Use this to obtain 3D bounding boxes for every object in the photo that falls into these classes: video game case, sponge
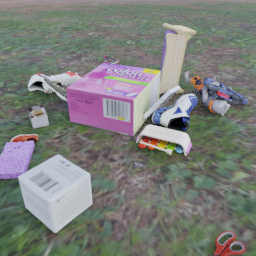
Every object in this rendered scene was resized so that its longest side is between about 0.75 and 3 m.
[{"bbox_3d":[1.247,-0.969,10.278,0.171,1.355,1.487,48,26,5],"label":"video game case"},{"bbox_3d":[-3.394,0.926,8.402,0.861,0.230,1.544,-3,31,-5],"label":"sponge"}]

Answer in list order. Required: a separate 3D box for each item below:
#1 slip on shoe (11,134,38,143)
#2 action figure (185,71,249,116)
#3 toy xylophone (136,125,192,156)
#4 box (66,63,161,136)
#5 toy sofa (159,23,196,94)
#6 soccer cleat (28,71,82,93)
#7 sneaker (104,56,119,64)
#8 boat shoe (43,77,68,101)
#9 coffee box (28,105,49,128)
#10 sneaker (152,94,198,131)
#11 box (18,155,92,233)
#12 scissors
[{"bbox_3d":[-3.392,0.399,9.210,0.874,0.324,0.267,-8,36,-22],"label":"slip on shoe"},{"bbox_3d":[3.604,-1.325,11.602,2.537,1.327,2.454,21,31,-23],"label":"action figure"},{"bbox_3d":[1.071,0.432,8.985,1.829,0.459,1.339,19,36,27],"label":"toy xylophone"},{"bbox_3d":[-0.416,-1.258,10.801,2.596,1.427,2.952,13,33,20],"label":"box"},{"bbox_3d":[1.793,-2.945,12.175,1.411,2.892,1.198,-8,33,-22],"label":"toy sofa"},{"bbox_3d":[-3.280,-1.987,12.654,2.546,0.874,1.085,4,43,10],"label":"soccer cleat"},{"bbox_3d":[-0.964,-3.930,16.172,0.976,0.365,0.394,10,33,15],"label":"sneaker"},{"bbox_3d":[-2.856,-1.662,11.404,1.509,0.451,0.539,39,6,19],"label":"boat shoe"},{"bbox_3d":[-3.356,-0.445,10.462,0.576,0.407,1.019,-13,34,-20],"label":"coffee box"},{"bbox_3d":[1.962,-0.439,10.212,1.971,0.796,1.138,-28,45,-26],"label":"sneaker"},{"bbox_3d":[-1.687,1.509,6.669,1.214,1.045,1.220,24,37,33],"label":"box"},{"bbox_3d":[1.787,2.650,5.758,1.554,0.108,0.568,-22,40,-29],"label":"scissors"}]
